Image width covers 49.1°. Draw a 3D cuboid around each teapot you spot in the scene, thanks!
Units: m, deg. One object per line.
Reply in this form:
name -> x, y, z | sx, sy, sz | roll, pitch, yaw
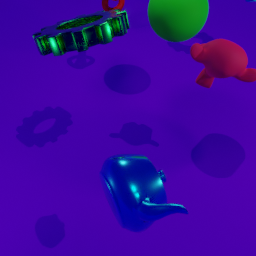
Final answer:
teapot -> 0.095, 0.535, 2.440 | 0.545, 0.692, 1.113 | -22, 19, -15

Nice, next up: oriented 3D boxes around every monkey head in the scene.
monkey head -> 1.529, -1.043, 4.780 | 1.258, 0.905, 0.758 | 21, 24, -9

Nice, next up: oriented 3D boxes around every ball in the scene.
ball -> 1.147, -2.703, 6.476 | 1.374, 1.374, 1.374 | 0, 53, 0

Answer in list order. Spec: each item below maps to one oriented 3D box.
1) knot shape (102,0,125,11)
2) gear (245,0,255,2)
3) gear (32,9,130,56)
knot shape -> -0.385, -3.401, 7.043 | 0.515, 1.043, 1.115 | 3, 39, 9
gear -> 3.505, -4.299, 7.545 | 1.619, 1.619, 0.299 | -24, 27, -17
gear -> -0.745, -1.568, 4.518 | 1.507, 0.279, 1.507 | -11, 31, 6
